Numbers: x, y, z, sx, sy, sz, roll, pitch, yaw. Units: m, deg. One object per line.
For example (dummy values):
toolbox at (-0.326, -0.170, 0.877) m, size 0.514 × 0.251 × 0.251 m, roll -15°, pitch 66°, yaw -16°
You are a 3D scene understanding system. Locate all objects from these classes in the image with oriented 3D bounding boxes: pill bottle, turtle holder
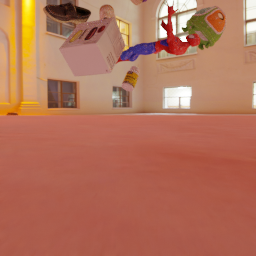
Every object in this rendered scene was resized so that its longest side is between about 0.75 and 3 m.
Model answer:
pill bottle at (0.124, -1.832, 10.332) m, size 0.484 × 0.869 × 0.484 m, roll 19°, pitch -20°, yaw 7°
turtle holder at (2.626, -3.373, 9.416) m, size 1.236 × 1.156 × 1.627 m, roll 44°, pitch 8°, yaw 8°

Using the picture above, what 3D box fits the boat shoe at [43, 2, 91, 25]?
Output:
boat shoe at (-1.640, -3.218, 7.724) m, size 0.492 × 0.556 × 1.517 m, roll -37°, pitch -8°, yaw 35°

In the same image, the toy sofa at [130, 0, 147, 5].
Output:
toy sofa at (-0.196, -3.144, 4.261) m, size 0.966 × 2.334 × 1.139 m, roll -44°, pitch -7°, yaw -14°

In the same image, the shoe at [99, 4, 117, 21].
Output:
shoe at (-0.652, -3.431, 10.247) m, size 0.741 × 0.566 × 2.119 m, roll -12°, pitch -31°, yaw 3°

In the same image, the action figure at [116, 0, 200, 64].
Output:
action figure at (0.580, -2.447, 7.359) m, size 2.645 × 1.309 × 0.863 m, roll 3°, pitch 10°, yaw 30°

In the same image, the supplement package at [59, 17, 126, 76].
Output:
supplement package at (-0.815, -1.927, 6.681) m, size 1.067 × 1.116 × 0.821 m, roll 0°, pitch -42°, yaw 27°
